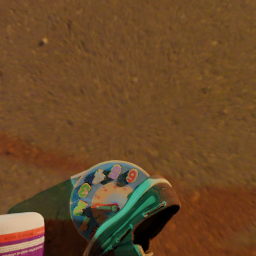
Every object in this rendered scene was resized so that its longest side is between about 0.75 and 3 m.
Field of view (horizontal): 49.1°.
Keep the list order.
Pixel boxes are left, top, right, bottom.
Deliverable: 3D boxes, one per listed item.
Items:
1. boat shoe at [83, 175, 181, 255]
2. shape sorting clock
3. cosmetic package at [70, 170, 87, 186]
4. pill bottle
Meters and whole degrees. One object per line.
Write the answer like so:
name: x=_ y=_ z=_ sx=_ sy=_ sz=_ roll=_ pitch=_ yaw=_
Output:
boat shoe: x=0.040 y=2.341 z=5.933 sx=1.044 sy=1.045 sz=2.826 roll=29 pitch=100 yaw=-37
shape sorting clock: x=-0.303 y=1.881 z=6.762 sx=2.188 sy=0.429 sz=2.188 roll=0 pitch=95 yaw=-1
cosmetic package: x=-0.940 y=1.311 z=7.170 sx=0.917 sy=0.372 sz=0.518 roll=-20 pitch=80 yaw=-5
pill bottle: x=-2.621 y=3.407 z=6.046 sx=1.647 sy=1.647 sz=2.929 roll=-6 pitch=77 yaw=-1
